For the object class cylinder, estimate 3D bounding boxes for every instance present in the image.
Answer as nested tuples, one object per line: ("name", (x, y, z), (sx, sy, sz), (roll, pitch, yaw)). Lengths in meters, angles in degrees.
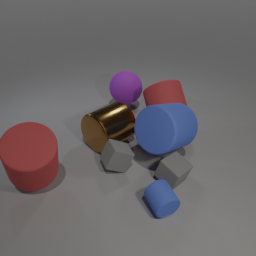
("cylinder", (1.141, -0.014, 8.292), (1.400, 1.400, 1.400), (24, 21, 34))
("cylinder", (-2.572, 0.780, 7.441), (1.400, 1.400, 1.400), (6, 57, -9))
("cylinder", (1.364, -0.814, 9.995), (1.400, 1.400, 1.400), (-13, -11, -3))
("cylinder", (0.869, 1.806, 7.183), (0.700, 0.700, 0.700), (-13, 43, -21))
("cylinder", (-0.661, -0.043, 9.647), (1.400, 1.400, 1.400), (27, 40, 36))

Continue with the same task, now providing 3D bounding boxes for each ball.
("ball", (-0.088, -1.709, 11.869), (1.400, 1.400, 1.400), (0, 31, 0))

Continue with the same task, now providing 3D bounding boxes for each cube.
("cube", (-0.343, 0.858, 8.632), (0.700, 0.700, 0.700), (16, 22, -30))
("cube", (1.308, 1.226, 8.083), (0.700, 0.700, 0.700), (-27, 58, -37))
